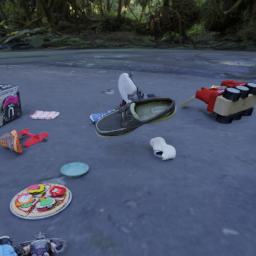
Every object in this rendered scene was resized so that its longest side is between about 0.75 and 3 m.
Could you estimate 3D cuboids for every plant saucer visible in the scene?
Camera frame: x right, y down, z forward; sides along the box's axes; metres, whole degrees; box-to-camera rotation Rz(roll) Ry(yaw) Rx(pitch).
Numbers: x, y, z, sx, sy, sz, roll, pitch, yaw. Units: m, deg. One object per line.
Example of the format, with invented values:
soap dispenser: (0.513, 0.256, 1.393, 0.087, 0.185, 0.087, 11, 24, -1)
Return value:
plant saucer: (-1.518, 1.220, 8.012, 0.785, 0.141, 0.785, 0, 20, 0)

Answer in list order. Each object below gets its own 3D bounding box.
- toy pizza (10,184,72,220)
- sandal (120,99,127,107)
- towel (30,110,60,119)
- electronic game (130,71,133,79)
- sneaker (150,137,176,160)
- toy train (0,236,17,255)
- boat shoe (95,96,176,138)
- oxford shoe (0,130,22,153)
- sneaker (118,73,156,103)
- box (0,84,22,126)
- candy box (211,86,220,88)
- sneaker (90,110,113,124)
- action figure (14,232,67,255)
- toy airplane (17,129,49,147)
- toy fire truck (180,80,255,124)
toy pizza: (-2.068, 1.661, 6.689, 1.412, 0.224, 1.412, 0, 20, 0)
sandal: (0.020, -1.127, 13.792, 0.883, 0.530, 2.351, 1, 20, 2)
towel: (-3.826, -0.603, 12.911, 1.128, 0.169, 0.826, 2, 21, 5)
electronic game: (0.116, -2.473, 14.572, 0.210, 1.010, 1.010, 5, 20, 0)
sneaker: (1.035, 0.656, 9.130, 0.543, 0.464, 1.246, -15, 24, -23)
toy train: (-2.036, 2.231, 4.370, 0.715, 0.543, 1.252, -44, 30, -5)
boat shoe: (0.173, -0.402, 7.920, 2.441, 0.872, 0.802, -16, -21, 3)
oxford shoe: (-3.950, 0.525, 9.360, 0.615, 0.602, 1.688, -15, 15, -23)
sneaker: (0.464, -1.469, 12.483, 1.259, 2.212, 0.835, -27, 2, -44)
box: (-5.946, -0.869, 11.749, 1.702, 1.477, 2.575, 7, 23, 13)
candy box: (5.733, -1.858, 15.620, 2.274, 0.629, 1.313, 10, 22, 24)
sneaker: (-0.759, -0.436, 11.669, 1.861, 0.717, 0.705, 9, 24, 26)
action figure: (-1.510, 2.232, 4.824, 0.911, 0.486, 1.400, -11, 19, -12)
toy airplane: (-3.504, 0.291, 10.292, 1.268, 0.233, 1.268, 6, 23, -2)
toy fire truck: (4.169, -1.415, 13.288, 2.639, 1.929, 2.998, -17, 36, -37)
